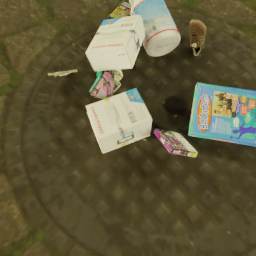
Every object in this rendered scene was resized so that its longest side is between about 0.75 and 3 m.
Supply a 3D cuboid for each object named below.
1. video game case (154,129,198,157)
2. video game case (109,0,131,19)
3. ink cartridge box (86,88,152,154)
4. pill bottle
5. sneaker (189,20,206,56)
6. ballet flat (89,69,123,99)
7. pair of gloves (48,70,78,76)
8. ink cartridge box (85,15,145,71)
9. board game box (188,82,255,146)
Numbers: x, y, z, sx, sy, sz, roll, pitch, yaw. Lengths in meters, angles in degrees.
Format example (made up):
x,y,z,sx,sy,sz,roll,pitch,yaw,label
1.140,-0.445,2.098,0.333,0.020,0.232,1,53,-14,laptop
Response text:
x,y,z,sx,sy,sz,roll,pitch,yaw,label
1.322,0.409,7.813,0.927,0.183,1.023,12,25,-29,video game case
0.034,-4.300,10.672,1.155,0.147,1.043,30,67,14,video game case
-0.262,-0.187,8.093,1.549,1.131,1.136,-20,66,-9,ink cartridge box
0.833,-3.725,9.631,1.239,1.239,2.279,-17,74,-8,pill bottle
2.295,-2.941,9.250,0.511,1.452,0.548,12,76,25,sneaker
-0.595,-1.632,8.881,0.861,0.837,2.420,30,37,-19,ballet flat
-2.105,-1.756,9.034,0.745,0.876,0.154,-17,106,-34,pair of gloves
-0.331,-2.597,8.527,1.299,0.762,1.774,1,51,22,ink cartridge box
2.937,-0.392,8.248,2.087,0.470,1.587,10,86,6,board game box
